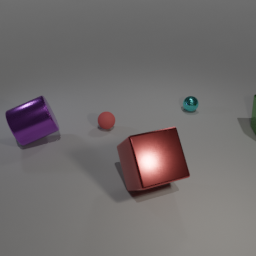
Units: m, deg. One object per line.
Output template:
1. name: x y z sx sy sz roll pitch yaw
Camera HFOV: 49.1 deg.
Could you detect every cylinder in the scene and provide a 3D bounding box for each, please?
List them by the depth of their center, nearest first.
1. cylinder: -3.402 -0.264 10.071 1.400 1.400 1.400 -25 34 -7

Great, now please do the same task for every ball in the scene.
1. ball: -0.850 -0.302 11.062 0.700 0.700 0.700 0 30 0
2. ball: 2.809 -1.082 12.545 0.700 0.700 0.700 0 30 0

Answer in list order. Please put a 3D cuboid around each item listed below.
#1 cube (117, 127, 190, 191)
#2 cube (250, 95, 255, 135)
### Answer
1. cube: 0.644 0.899 7.830 1.400 1.400 1.400 -11 -11 -18
2. cube: 5.545 -0.391 10.457 1.400 1.400 1.400 -2 27 9
